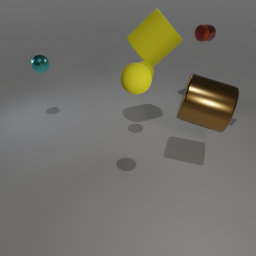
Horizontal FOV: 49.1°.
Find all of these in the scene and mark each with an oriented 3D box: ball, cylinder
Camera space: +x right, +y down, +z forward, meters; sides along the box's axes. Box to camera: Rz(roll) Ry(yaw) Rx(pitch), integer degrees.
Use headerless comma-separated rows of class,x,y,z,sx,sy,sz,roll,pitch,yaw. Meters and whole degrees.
ball,-3.426,-2.502,10.934,0.700,0.700,0.700,0,30,0
ball,0.502,-1.835,9.220,0.700,0.700,0.700,0,30,0
ball,0.179,-1.103,6.257,0.700,0.700,0.700,0,30,0
cylinder,3.362,-4.133,12.191,0.700,0.700,0.700,23,28,34
cylinder,0.929,-3.102,9.728,1.400,1.400,1.400,-39,24,19
cylinder,2.307,-0.733,8.246,1.400,1.400,1.400,19,33,6
